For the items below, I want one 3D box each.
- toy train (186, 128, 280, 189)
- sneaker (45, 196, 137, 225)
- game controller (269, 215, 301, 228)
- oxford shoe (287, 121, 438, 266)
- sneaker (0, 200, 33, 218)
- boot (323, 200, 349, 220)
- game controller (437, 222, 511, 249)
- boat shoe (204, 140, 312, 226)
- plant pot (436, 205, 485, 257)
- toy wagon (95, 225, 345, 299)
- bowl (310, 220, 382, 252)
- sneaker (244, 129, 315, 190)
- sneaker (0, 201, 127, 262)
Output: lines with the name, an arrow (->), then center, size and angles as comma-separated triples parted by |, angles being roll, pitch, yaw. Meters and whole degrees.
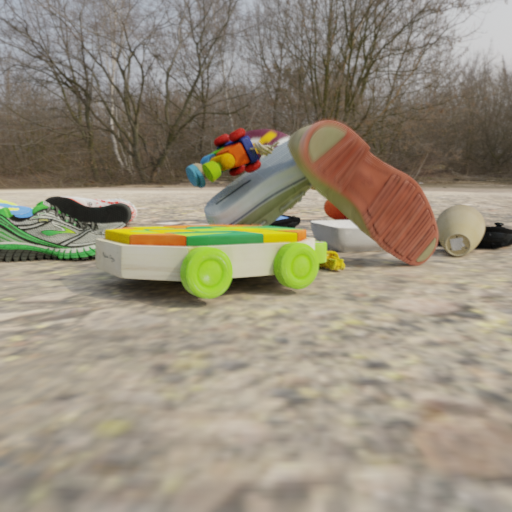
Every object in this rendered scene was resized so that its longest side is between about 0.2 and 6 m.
toy train -> -0.439, -1.554, 9.133 | 0.998, 0.730, 1.724 | -35, 17, -22
sneaker -> -4.770, -1.286, 16.353 | 2.543, 0.849, 1.363 | 4, 8, 1
game controller -> 0.449, -0.975, 15.693 | 1.016, 0.410, 1.948 | -3, 9, -22
oxford shoe -> 1.821, -1.061, 9.344 | 3.208, 1.136, 1.184 | 43, -5, -22
sneaker -> -4.865, -0.627, 10.973 | 1.633, 1.177, 3.108 | 1, 8, 1
boot -> 2.918, -1.342, 16.396 | 2.704, 1.015, 1.450 | 9, 18, 40
game controller -> 4.291, -0.567, 12.466 | 2.842, 0.598, 1.482 | 8, 12, 39
boat shoe -> 0.420, -1.259, 9.996 | 2.877, 0.892, 1.036 | -33, 37, -1
plant pot -> 3.905, -0.390, 10.800 | 0.934, 0.934, 0.997 | 4, 24, 22
toy wagon -> -0.341, -0.057, 8.325 | 3.795, 0.751, 2.945 | -4, 8, -31
bowl -> 1.995, -0.420, 11.652 | 1.493, 0.558, 1.495 | -3, 9, -18
sneaker -> 0.583, -1.898, 10.899 | 2.383, 0.893, 1.073 | 17, 16, 14
sneaker -> -3.602, -0.464, 10.283 | 2.500, 1.065, 0.975 | -1, 9, -13
